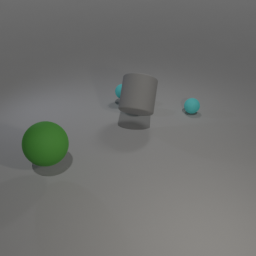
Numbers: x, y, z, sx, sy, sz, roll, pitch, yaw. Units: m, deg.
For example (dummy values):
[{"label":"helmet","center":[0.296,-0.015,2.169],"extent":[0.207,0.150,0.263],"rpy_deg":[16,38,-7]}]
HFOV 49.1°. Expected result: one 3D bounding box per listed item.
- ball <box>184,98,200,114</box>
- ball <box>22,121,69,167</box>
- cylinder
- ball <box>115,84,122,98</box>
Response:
[{"label":"ball","center":[2.895,-1.005,12.677],"extent":[0.700,0.700,0.700],"rpy_deg":[0,31,0]},{"label":"ball","center":[-2.549,0.490,8.676],"extent":[1.400,1.400,1.400],"rpy_deg":[0,31,0]},{"label":"cylinder","center":[0.405,-1.308,11.106],"extent":[1.400,1.400,1.400],"rpy_deg":[9,-6,1]},{"label":"ball","center":[-0.262,-1.731,13.263],"extent":[0.700,0.700,0.700],"rpy_deg":[0,31,0]}]
